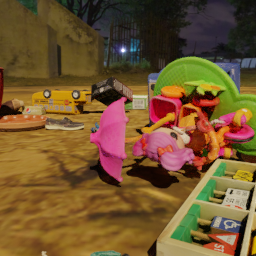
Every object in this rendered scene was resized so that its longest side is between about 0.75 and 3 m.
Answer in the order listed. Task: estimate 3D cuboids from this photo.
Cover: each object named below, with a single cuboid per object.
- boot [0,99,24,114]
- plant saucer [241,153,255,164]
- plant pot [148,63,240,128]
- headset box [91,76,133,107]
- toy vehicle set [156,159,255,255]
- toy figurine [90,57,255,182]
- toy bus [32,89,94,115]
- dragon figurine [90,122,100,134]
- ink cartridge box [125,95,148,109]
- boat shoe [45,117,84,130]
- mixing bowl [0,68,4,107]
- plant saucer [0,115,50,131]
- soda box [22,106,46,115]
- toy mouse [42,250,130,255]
[{"bbox_3d":[-5.357,-0.863,12.011,1.383,0.602,1.663,-20,9,-36],"label":"boot"},{"bbox_3d":[3.547,0.468,5.229,2.648,0.427,2.648,0,11,0],"label":"plant saucer"},{"bbox_3d":[1.562,-0.593,7.049,1.959,1.959,1.761,8,19,38],"label":"plant pot"},{"bbox_3d":[-0.619,-1.442,12.037,1.194,0.619,1.604,-16,-26,32],"label":"headset box"},{"bbox_3d":[1.508,0.918,2.999,1.587,0.339,2.554,5,12,27],"label":"toy vehicle set"},{"bbox_3d":[0.696,0.116,4.533,2.660,1.997,2.448,24,36,38],"label":"toy figurine"},{"bbox_3d":[-2.849,-1.166,12.258,2.708,1.060,0.881,4,10,21],"label":"toy bus"},{"bbox_3d":[-0.724,0.043,7.643,0.628,0.372,1.263,-1,12,-5],"label":"dragon figurine"},{"bbox_3d":[0.480,-1.379,14.675,1.063,0.607,2.048,1,11,6],"label":"ink cartridge box"},{"bbox_3d":[-1.953,-0.149,8.623,1.206,0.391,0.434,1,10,3],"label":"boat shoe"},{"bbox_3d":[-5.171,-0.885,8.904,2.746,1.487,2.746,-12,12,3],"label":"mixing bowl"},{"bbox_3d":[-3.470,-0.164,8.998,1.862,0.300,1.862,0,11,0],"label":"plant saucer"},{"bbox_3d":[-4.054,-0.757,12.069,0.995,0.337,0.319,3,11,20],"label":"soda box"},{"bbox_3d":[-0.124,1.175,1.983,0.918,0.200,1.034,-4,11,-17],"label":"toy mouse"}]
